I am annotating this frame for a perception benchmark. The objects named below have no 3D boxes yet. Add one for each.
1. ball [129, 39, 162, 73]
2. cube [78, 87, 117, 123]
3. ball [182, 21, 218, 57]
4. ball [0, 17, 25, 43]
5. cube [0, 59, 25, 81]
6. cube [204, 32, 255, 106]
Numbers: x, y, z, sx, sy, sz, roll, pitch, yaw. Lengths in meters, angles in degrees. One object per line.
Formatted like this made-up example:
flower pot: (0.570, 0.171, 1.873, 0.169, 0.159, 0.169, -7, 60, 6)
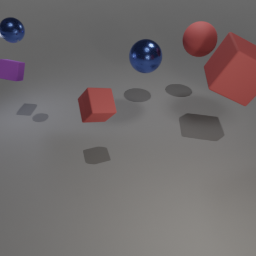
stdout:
ball: (0.739, -3.004, 11.752, 1.400, 1.400, 1.400, 0, 33, 0)
cube: (-0.817, -0.589, 7.322, 0.700, 0.700, 0.700, -3, 73, -33)
ball: (2.964, -3.654, 11.566, 1.400, 1.400, 1.400, 0, 33, 0)
ball: (-3.348, -2.825, 8.091, 0.700, 0.700, 0.700, 0, 33, 0)
cube: (-4.373, -2.176, 10.545, 0.700, 0.700, 0.700, 10, 12, -3)
cube: (3.382, -1.807, 8.632, 1.400, 1.400, 1.400, 22, 40, -12)
